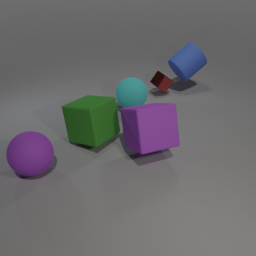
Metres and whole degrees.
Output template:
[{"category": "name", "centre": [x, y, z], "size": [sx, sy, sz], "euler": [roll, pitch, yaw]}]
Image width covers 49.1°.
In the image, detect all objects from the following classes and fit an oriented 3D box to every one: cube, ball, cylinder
[{"category": "cube", "centre": [1.675, -2.305, 13.955], "size": [0.700, 0.700, 0.700], "euler": [24, 17, -44]}, {"category": "ball", "centre": [0.157, -1.512, 12.332], "size": [1.400, 1.400, 1.400], "euler": [0, 31, 0]}, {"category": "cylinder", "centre": [2.998, -3.325, 14.161], "size": [1.400, 1.400, 1.400], "euler": [-41, 37, 2]}, {"category": "cube", "centre": [-1.309, -0.304, 10.170], "size": [1.400, 1.400, 1.400], "euler": [8, 27, 34]}, {"category": "ball", "centre": [-3.032, 0.796, 8.722], "size": [1.400, 1.400, 1.400], "euler": [0, 31, 0]}, {"category": "cube", "centre": [0.705, -0.043, 9.306], "size": [1.400, 1.400, 1.400], "euler": [-11, 9, -21]}]
